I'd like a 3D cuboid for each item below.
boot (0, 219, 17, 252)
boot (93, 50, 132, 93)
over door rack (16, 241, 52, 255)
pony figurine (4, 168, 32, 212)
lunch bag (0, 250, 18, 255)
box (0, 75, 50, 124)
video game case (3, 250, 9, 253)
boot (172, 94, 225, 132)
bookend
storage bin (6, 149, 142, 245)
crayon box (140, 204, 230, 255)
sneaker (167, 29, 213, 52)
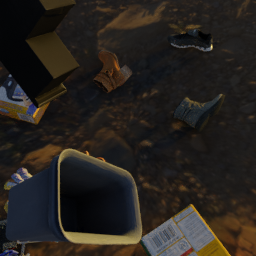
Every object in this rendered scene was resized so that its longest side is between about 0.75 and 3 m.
[{"bbox_3d":[-3.367,2.816,7.268,1.010,0.364,0.763,-11,62,-6],"label":"boot"},{"bbox_3d":[-0.807,-2.061,10.093,1.624,0.598,1.256,38,66,21],"label":"boot"},{"bbox_3d":[-2.322,3.201,7.043,1.049,0.349,0.775,-2,60,-2],"label":"over door rack"},{"bbox_3d":[-2.306,1.791,7.425,1.860,1.549,1.795,20,86,14],"label":"pony figurine"},{"bbox_3d":[-3.042,3.799,6.061,2.565,0.969,2.055,-7,63,9],"label":"lunch bag"},{"bbox_3d":[-3.337,-1.553,9.814,1.643,0.573,2.761,15,62,9],"label":"box"},{"bbox_3d":[-2.627,3.770,6.598,1.480,0.132,1.059,29,84,16],"label":"video game case"},{"bbox_3d":[2.355,-0.761,9.344,1.156,0.599,1.770,35,63,26],"label":"boot"},{"bbox_3d":[-2.179,-2.421,7.208,2.755,2.772,1.277,54,43,-6],"label":"bookend"},{"bbox_3d":[-0.903,1.231,4.610,1.356,2.019,1.469,-21,60,25],"label":"storage bin"},{"bbox_3d":[1.648,3.390,6.740,1.597,0.655,2.541,-28,62,-16],"label":"crayon box"},{"bbox_3d":[2.435,-3.512,10.844,1.806,0.817,0.600,12,59,7],"label":"sneaker"}]
